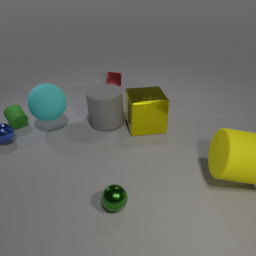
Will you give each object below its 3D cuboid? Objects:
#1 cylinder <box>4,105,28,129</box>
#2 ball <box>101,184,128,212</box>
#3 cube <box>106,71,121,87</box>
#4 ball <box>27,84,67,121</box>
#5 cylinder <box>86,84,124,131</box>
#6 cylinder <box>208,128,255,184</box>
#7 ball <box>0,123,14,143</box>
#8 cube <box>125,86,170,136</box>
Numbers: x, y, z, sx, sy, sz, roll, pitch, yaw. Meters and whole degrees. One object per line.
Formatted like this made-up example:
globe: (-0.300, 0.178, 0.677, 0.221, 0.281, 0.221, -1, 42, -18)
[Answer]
cylinder: (-4.399, -0.443, 11.002, 0.700, 0.700, 0.700, -24, 60, -34)
ball: (-0.354, 1.836, 7.368, 0.700, 0.700, 0.700, 0, 31, 0)
cube: (-0.743, -2.448, 14.245, 0.700, 0.700, 0.700, 2, 1, -12)
ball: (-3.009, -0.949, 10.451, 1.400, 1.400, 1.400, 0, 31, 0)
cylinder: (-0.887, -0.831, 11.073, 1.400, 1.400, 1.400, -3, 32, 2)
cylinder: (3.151, 0.793, 7.748, 1.400, 1.400, 1.400, 9, 30, -6)
ball: (-4.446, 0.185, 10.033, 0.700, 0.700, 0.700, 0, 31, 0)
cube: (0.699, -0.682, 10.894, 1.400, 1.400, 1.400, -5, 32, -9)
